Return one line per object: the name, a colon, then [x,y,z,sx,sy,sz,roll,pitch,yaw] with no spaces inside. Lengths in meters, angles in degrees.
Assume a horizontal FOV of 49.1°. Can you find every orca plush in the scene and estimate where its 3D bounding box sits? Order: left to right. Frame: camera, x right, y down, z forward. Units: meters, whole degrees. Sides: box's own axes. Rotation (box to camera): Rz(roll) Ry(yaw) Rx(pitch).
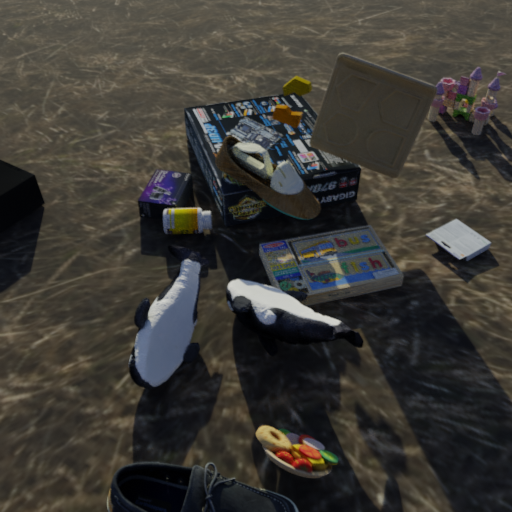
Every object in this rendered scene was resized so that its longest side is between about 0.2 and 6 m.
orca plush: [-1.659,1.022,9.416,0.922,1.365,2.594,-18,57,38]
orca plush: [0.491,1.201,9.345,2.692,0.957,1.416,13,18,30]

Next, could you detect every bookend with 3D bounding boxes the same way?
bookend: [-5.876,-1.262,12.037,1.726,0.800,1.737,23,48,24]

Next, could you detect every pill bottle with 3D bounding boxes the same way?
pill bottle: [-1.424,-0.725,11.645,0.973,0.531,0.531,-2,42,-3]

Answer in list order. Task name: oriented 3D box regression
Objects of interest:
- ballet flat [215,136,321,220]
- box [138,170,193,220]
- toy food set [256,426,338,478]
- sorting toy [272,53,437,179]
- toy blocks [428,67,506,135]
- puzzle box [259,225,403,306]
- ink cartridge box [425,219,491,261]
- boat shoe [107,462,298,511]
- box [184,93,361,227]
ballet flat: [0.233,-1.657,11.199,2.531,0.916,0.858,36,55,21]
box: [-1.979,-1.350,12.379,0.877,0.490,1.242,9,43,6]
toy food set: [0.570,2.694,7.735,1.045,0.257,1.056,15,6,-40]
sorting toy: [1.889,-2.980,11.404,2.937,2.188,0.393,23,42,8]
toy blocks: [5.693,-4.412,14.988,1.639,1.477,1.754,25,48,26]
puzzle box: [1.408,0.167,10.833,2.409,0.306,1.603,-11,43,-11]
ink cartridge box: [4.091,-0.287,11.414,0.947,0.192,0.945,-23,47,-23]
boat shoe: [-0.707,3.195,7.164,2.543,0.791,0.949,8,41,7]
box: [0.233,-2.478,13.274,3.137,0.908,3.946,-12,44,-13]
